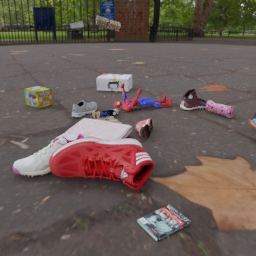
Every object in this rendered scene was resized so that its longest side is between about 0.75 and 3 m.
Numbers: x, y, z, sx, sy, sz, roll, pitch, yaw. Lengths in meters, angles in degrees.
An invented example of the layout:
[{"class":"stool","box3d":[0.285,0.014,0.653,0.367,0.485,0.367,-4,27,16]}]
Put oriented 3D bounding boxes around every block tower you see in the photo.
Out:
[{"class":"block tower","box3d":[-1.008,-5.228,14.034,1.253,0.362,0.338,13,48,-18]}]

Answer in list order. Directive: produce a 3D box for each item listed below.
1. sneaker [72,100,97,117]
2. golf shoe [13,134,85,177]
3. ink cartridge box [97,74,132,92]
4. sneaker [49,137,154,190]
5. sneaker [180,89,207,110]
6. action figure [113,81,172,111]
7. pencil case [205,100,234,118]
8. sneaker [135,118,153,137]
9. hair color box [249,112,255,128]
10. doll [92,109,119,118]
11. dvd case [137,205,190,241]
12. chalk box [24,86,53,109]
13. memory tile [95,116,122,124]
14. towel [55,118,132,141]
[{"class":"sneaker","box3d":[-1.999,-1.022,13.231,0.616,0.676,1.649,11,24,25]},{"class":"golf shoe","box3d":[-2.246,0.758,8.333,2.291,1.048,0.863,-10,25,-19]},{"class":"ink cartridge box","box3d":[-0.826,-2.868,17.620,1.999,0.856,1.475,3,22,11]},{"class":"sneaker","box3d":[-0.606,0.993,7.669,2.878,1.128,1.663,-11,23,-21]},{"class":"sneaker","box3d":[3.456,-1.449,13.850,1.746,1.008,0.661,-7,23,-17]},{"class":"action figure","box3d":[0.679,-1.629,13.864,2.971,1.470,0.969,-11,24,-19]},{"class":"pencil case","box3d":[4.278,-0.899,13.090,0.594,0.568,1.372,-26,33,-28]},{"class":"sneaker","box3d":[0.562,0.046,11.000,0.620,0.527,1.430,-7,15,19]},{"class":"hair color box","box3d":[6.189,-0.381,10.746,2.881,0.921,1.598,-15,48,-37]},{"class":"doll","box3d":[-0.929,-0.669,12.748,0.936,0.332,1.372,3,10,41]},{"class":"dvd case","box3d":[0.798,2.084,6.253,0.966,0.106,0.705,-13,25,-32]},{"class":"chalk box","box3d":[-4.719,-1.631,14.471,1.439,0.892,0.898,15,26,32]},{"class":"memory tile","box3d":[-0.915,-0.143,11.771,1.247,0.137,1.626,-11,25,-24]},{"class":"towel","box3d":[-1.231,0.236,10.344,2.188,0.353,2.089,11,28,22]}]
